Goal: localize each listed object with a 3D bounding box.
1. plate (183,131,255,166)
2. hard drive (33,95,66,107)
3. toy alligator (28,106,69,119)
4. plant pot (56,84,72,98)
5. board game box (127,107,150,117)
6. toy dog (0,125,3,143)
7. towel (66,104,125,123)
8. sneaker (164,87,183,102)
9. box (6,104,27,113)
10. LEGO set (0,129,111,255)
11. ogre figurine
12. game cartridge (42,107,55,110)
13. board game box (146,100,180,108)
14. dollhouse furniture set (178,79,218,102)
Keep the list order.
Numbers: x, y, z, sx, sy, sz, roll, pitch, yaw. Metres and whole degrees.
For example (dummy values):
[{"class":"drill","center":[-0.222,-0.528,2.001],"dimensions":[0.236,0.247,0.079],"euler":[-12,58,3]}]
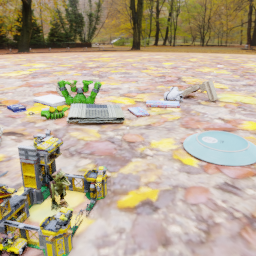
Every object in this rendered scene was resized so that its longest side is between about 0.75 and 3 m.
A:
[{"class":"plate","center":[3.054,0.526,9.137],"dimensions":[2.450,0.313,2.450],"euler":[1,22,-1]},{"class":"hard drive","center":[-4.064,-1.480,15.083],"dimensions":[1.806,0.229,1.191],"euler":[16,25,39]},{"class":"toy alligator","center":[-3.395,-0.584,12.237],"dimensions":[1.794,0.532,0.487],"euler":[-12,63,-31]},{"class":"plant pot","center":[-3.609,-2.080,16.033],"dimensions":[0.917,0.917,0.980],"euler":[-6,35,-18]},{"class":"board game box","center":[0.495,-0.765,13.216],"dimensions":[0.656,0.124,1.275],"euler":[-8,21,-18]},{"class":"toy dog","center":[-4.651,0.225,9.720],"dimensions":[0.500,0.685,1.038],"euler":[10,2,-25]},{"class":"towel","center":[-1.451,-0.628,12.592],"dimensions":[2.455,0.440,2.549],"euler":[1,17,-7]},{"class":"sneaker","center":[2.703,-1.839,15.572],"dimensions":[0.962,0.629,1.675],"euler":[11,27,28]},{"class":"box","center":[-5.453,-0.975,13.762],"dimensions":[0.644,0.172,1.063],"euler":[-17,27,-39]},{"class":"LEGO set","center":[-1.602,1.057,5.735],"dimensions":[2.175,1.639,2.828],"euler":[8,21,22]},{"class":"ogre figurine","center":[-2.440,-1.766,14.283],"dimensions":[2.194,1.315,1.076],"euler":[-6,24,-12]},{"class":"game cartridge","center":[-3.706,-0.856,13.455],"dimensions":[0.793,0.165,0.528],"euler":[-9,17,-25]},{"class":"board game box","center":[1.795,-1.231,14.459],"dimensions":[1.687,0.164,0.869],"euler":[3,18,6]},{"class":"dollhouse furniture set","center":[3.695,-1.792,15.816],"dimensions":[2.321,1.133,1.979],"euler":[-16,7,35]}]
